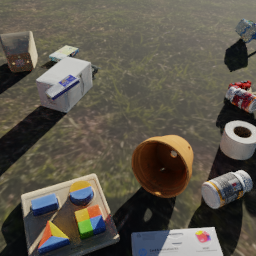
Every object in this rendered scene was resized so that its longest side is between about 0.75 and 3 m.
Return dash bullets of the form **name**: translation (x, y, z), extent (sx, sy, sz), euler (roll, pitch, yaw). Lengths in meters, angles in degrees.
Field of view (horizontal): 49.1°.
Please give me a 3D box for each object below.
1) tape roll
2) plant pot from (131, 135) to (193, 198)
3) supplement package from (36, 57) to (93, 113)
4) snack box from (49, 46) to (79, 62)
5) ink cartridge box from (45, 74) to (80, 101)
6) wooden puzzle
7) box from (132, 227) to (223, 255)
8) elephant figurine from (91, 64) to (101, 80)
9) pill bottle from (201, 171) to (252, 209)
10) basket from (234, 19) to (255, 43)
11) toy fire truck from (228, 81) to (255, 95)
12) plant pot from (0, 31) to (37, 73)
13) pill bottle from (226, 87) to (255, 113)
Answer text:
- **tape roll**: translation (3.536, 0.386, 8.890), extent (1.072, 0.736, 1.072), euler (0, 41, 0)
- **plant pot**: translation (1.088, 0.918, 7.765), extent (1.655, 1.655, 1.158), euler (23, 29, 24)
- **supplement package**: translation (-2.415, -1.745, 11.001), extent (1.205, 1.201, 2.054), euler (16, 44, 17)
- **snack box**: translation (-3.175, -3.689, 13.974), extent (0.782, 0.250, 1.346), euler (20, 45, 21)
- **ink cartridge box**: translation (-1.902, -1.184, 8.251), extent (0.969, 0.230, 0.980), euler (-37, 33, -11)
- **wooden puzzle**: translation (-1.535, 2.144, 7.020), extent (2.095, 0.524, 2.261), euler (-15, 43, -16)
- **box**: translation (1.135, 3.329, 5.654), extent (1.968, 0.520, 2.525), euler (-3, 42, -4)
- **elephant figurine**: translation (-1.670, -2.375, 12.322), extent (0.607, 0.666, 0.858), euler (33, 45, -28)
- **pill bottle**: translation (2.645, 1.610, 7.489), extent (1.228, 0.714, 0.714), euler (-17, 44, -18)
- **basket**: translation (6.662, -5.162, 15.191), extent (1.509, 1.050, 1.331), euler (25, 33, -25)
- **toy fire truck**: translation (4.904, -1.562, 11.461), extent (1.318, 0.321, 0.929), euler (-11, 42, -13)
- **plant pot**: translation (-4.952, -3.381, 12.848), extent (1.455, 1.453, 1.288), euler (-12, 54, -14)
- **pill bottle**: translation (4.358, -1.101, 10.680), extent (0.653, 0.653, 1.156), euler (-27, 47, -28)
